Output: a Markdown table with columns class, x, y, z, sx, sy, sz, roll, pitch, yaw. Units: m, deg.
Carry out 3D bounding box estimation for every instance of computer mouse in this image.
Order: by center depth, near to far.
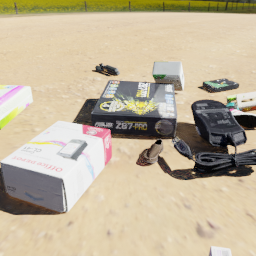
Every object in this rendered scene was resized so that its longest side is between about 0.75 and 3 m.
| class | x | y | z | sx | sy | sz | roll | pitch | yaw |
| --- | --- | --- | --- | --- | --- | --- | --- | --- | --- |
| computer mouse | 2.041 | 0.233 | 7.340 | 2.078 | 0.681 | 2.960 | -7 | 35 | -9 |

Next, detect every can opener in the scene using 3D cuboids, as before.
| class | x | y | z | sx | sy | sz | roll | pitch | yaw |
| --- | --- | --- | --- | --- | --- | --- | --- | --- | --- |
| can opener | -0.985 | -2.802 | 13.556 | 1.493 | 0.393 | 0.496 | 24 | 71 | 41 |

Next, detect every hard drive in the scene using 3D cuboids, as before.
| class | x | y | z | sx | sy | sz | roll | pitch | yaw |
| --- | --- | --- | --- | --- | --- | --- | --- | --- | --- |
| hard drive | 3.834 | -1.775 | 11.596 | 1.238 | 0.234 | 0.865 | -12 | 29 | -23 |

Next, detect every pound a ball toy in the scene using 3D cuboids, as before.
| class | x | y | z | sx | sy | sz | roll | pitch | yaw |
| --- | --- | --- | --- | --- | --- | --- | --- | --- | --- |
| pound a ball toy | 4.087 | -0.912 | 9.714 | 1.402 | 0.596 | 0.914 | -9 | 3 | -17 |

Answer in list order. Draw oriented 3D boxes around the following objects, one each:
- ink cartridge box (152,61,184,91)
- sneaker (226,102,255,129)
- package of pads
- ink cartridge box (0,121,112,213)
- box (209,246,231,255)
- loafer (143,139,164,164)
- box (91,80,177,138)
| class | x | y | z | sx | sy | sz | roll | pitch | yaw |
| --- | --- | --- | --- | --- | --- | --- | --- | --- | --- |
| ink cartridge box | 1.554 | -1.931 | 10.588 | 1.025 | 0.581 | 1.398 | 4 | -15 | 16 |
| sneaker | 3.440 | -0.409 | 8.633 | 1.356 | 0.567 | 0.819 | 8 | 38 | 17 |
| package of pads | -4.380 | -0.771 | 9.073 | 1.693 | 0.747 | 2.192 | 4 | 27 | 7 |
| ink cartridge box | -1.427 | 0.696 | 6.099 | 1.500 | 0.870 | 2.032 | 10 | 27 | 18 |
| box | 1.276 | 2.272 | 3.646 | 0.320 | 0.299 | 1.543 | 4 | 27 | 7 |
| loafer | 0.628 | 0.551 | 6.954 | 0.346 | 0.336 | 0.948 | 11 | 29 | 20 |
| box | 0.300 | -0.729 | 9.016 | 2.409 | 0.734 | 2.988 | 6 | 28 | 5 |
